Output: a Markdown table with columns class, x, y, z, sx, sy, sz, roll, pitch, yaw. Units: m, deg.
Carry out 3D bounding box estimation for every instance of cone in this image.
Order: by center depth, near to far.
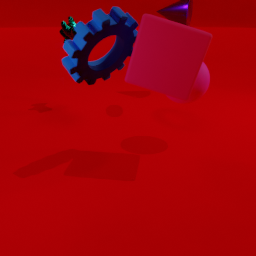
| class | x | y | z | sx | sy | sz | roll | pitch | yaw |
| --- | --- | --- | --- | --- | --- | --- | --- | --- | --- |
| cone | 1.822 | -4.695 | 11.393 | 1.377 | 1.372 | 1.372 | 11 | 24 | 17 |

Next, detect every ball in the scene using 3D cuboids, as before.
| class | x | y | z | sx | sy | sz | roll | pitch | yaw |
| --- | --- | --- | --- | --- | --- | --- | --- | --- | --- |
| ball | 1.414 | -1.204 | 6.980 | 1.197 | 1.197 | 1.197 | 0 | 22 | 0 |

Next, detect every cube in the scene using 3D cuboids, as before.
| class | x | y | z | sx | sy | sz | roll | pitch | yaw |
| --- | --- | --- | --- | --- | --- | --- | --- | --- | --- |
| cube | 0.776 | -1.452 | 5.599 | 1.261 | 1.261 | 1.261 | 18 | 23 | 1 |

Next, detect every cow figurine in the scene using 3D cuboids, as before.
| class | x | y | z | sx | sy | sz | roll | pitch | yaw |
| --- | --- | --- | --- | --- | --- | --- | --- | --- | --- |
| cow figurine | -1.930 | -3.279 | 9.712 | 1.132 | 1.114 | 0.621 | 39 | 70 | 21 |

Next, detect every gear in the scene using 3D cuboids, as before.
| class | x | y | z | sx | sy | sz | roll | pitch | yaw |
| --- | --- | --- | --- | --- | --- | --- | --- | --- | --- |
| gear | -0.514 | -1.596 | 5.662 | 1.667 | 1.667 | 0.308 | -20 | 63 | -40 |
